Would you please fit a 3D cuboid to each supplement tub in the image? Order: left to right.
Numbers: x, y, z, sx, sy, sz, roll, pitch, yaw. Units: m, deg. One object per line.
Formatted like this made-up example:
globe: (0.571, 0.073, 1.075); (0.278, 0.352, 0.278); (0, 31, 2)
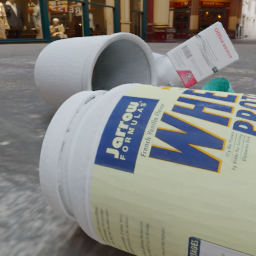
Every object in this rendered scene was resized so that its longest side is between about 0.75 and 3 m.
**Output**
supplement tub: (0.568, 0.498, 3.005); (2.558, 1.854, 1.854); (9, 22, 25)

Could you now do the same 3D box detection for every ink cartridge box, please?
ink cartridge box: (1.858, -1.796, 7.069); (1.435, 1.039, 0.605); (-29, 4, 15)

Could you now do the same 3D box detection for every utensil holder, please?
utensil holder: (-0.911, -1.258, 7.271); (2.195, 2.195, 2.583); (-18, 23, -41)

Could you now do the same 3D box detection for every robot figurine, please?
robot figurine: (0.813, -1.954, 10.065); (2.599, 1.468, 2.204); (27, 46, 35)

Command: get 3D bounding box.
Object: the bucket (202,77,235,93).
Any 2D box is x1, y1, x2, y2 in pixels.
bucket: (2.733, -0.996, 8.426); (0.935, 0.609, 0.935); (-24, 44, 26)
